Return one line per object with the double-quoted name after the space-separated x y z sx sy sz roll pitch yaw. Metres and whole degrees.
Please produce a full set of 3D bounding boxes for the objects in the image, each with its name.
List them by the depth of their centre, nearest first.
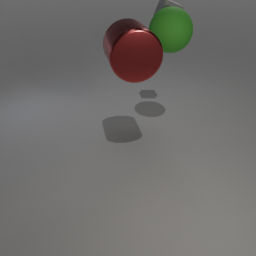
0.094 -2.131 7.631 1.400 1.400 1.400 -6 32 -10 "cylinder"
1.361 -3.114 8.928 1.400 1.400 1.400 0 31 0 "ball"
1.427 -4.161 9.982 0.700 0.700 0.700 13 30 -20 "cube"
